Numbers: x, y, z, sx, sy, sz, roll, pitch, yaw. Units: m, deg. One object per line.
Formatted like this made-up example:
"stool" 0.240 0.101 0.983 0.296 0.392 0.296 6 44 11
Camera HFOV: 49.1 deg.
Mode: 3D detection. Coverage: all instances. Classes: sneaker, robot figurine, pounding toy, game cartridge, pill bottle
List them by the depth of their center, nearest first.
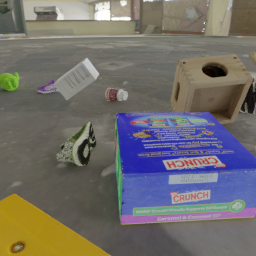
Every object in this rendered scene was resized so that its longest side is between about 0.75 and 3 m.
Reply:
"game cartridge" -1.869 1.979 3.397 2.313 0.426 2.624 17 30 34
"sneaker" -1.303 0.344 7.034 0.798 0.693 1.802 -5 20 8
"pounding toy" 2.880 -1.423 8.132 2.877 2.527 1.316 -7 49 -7
"sneaker" 3.792 -1.248 10.262 2.957 1.119 1.708 1 20 5
"pill bottle" -0.452 -1.344 11.261 0.835 0.471 0.471 13 26 29
"sneaker" -3.441 -1.867 12.451 1.218 0.538 0.490 -10 26 -19
"robot figurine" -5.488 -2.120 12.830 1.071 0.706 1.221 -33 37 -27

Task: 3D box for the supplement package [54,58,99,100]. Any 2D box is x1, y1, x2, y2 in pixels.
"supplement package" -1.873 -1.795 10.266 1.395 0.764 0.794 -31 21 19

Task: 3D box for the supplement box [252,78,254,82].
"supplement box" 3.858 -1.746 11.612 1.196 0.929 2.168 -16 28 -35

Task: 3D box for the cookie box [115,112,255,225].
"cookie box" 0.936 0.599 5.783 2.390 1.050 2.794 -1 22 -4

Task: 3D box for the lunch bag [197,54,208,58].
"lunch bag" 3.694 -2.779 13.513 1.157 1.392 1.660 1 23 2
